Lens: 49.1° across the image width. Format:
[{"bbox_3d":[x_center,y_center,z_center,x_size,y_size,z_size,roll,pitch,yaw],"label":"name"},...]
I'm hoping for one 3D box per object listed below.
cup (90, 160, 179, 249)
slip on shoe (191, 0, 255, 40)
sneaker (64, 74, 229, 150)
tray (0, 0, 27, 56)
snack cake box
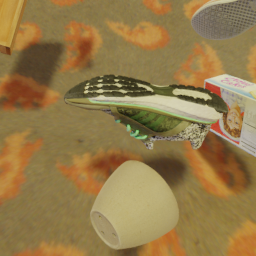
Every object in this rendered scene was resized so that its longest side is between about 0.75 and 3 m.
[{"bbox_3d":[-0.011,0.808,2.695,0.582,0.814,0.814,-30,63,-37],"label":"cup"},{"bbox_3d":[2.247,-2.382,5.359,0.888,2.399,0.734,46,60,-20],"label":"slip on shoe"},{"bbox_3d":[0.248,-0.134,4.796,2.727,1.208,1.049,8,26,-1],"label":"sneaker"},{"bbox_3d":[-3.098,-3.248,6.538,1.401,0.526,2.841,14,74,-16],"label":"tray"},{"bbox_3d":[2.519,-0.260,5.949,0.697,1.192,2.073,-18,33,-23],"label":"snack cake box"}]
